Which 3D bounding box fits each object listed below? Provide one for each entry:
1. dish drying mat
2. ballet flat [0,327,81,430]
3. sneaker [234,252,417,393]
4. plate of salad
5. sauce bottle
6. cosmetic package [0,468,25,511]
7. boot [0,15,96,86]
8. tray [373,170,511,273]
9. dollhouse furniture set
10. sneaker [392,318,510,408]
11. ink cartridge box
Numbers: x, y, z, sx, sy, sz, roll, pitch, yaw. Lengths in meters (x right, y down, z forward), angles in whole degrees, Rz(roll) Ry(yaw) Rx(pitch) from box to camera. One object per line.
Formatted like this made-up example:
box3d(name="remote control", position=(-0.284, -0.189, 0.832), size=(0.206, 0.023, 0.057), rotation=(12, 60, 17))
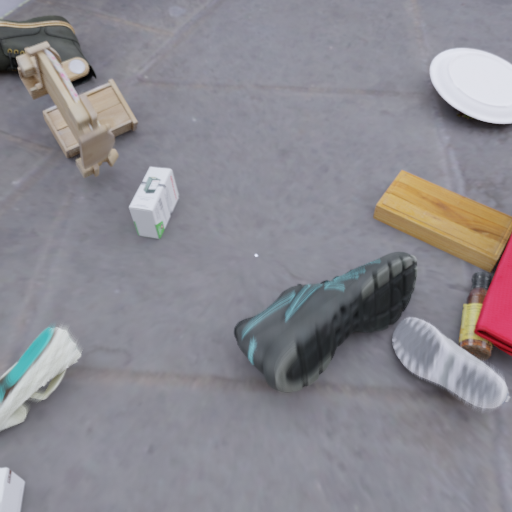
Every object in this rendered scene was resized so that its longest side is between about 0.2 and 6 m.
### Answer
box3d(name="dish drying mat", position=(4.393, 0.282, 8.645), size=(1.252, 0.297, 3.260), rotation=(28, 54, 16))
box3d(name="ballet flat", position=(-3.188, 1.863, 7.543), size=(2.044, 0.734, 0.734), rotation=(-45, 62, -5))
box3d(name="sneaker", position=(1.095, 0.670, 8.212), size=(3.169, 1.195, 1.256), rotation=(-27, 35, -29))
box3d(name="plate of salad", position=(4.743, -3.557, 11.866), size=(2.305, 0.554, 2.305), rotation=(5, 58, -8))
box3d(name="sauce bottle", position=(3.383, 0.887, 8.517), size=(0.479, 0.479, 1.451), rotation=(16, 53, 12))
box3d(name="cosmetic package", position=(-3.331, 3.005, 6.775), size=(0.775, 0.639, 0.639), rotation=(-4, 53, -3))
box3d(name="boot", position=(-5.040, -4.211, 12.116), size=(2.753, 1.066, 1.904), rotation=(-26, 62, -18))
box3d(name="tray", position=(3.266, -0.655, 9.740), size=(2.164, 0.401, 1.067), rotation=(28, 58, 19))
box3d(name="dollhouse furniture set", position=(-2.967, -3.051, 9.697), size=(1.532, 3.137, 2.675), rotation=(-31, 88, -19))
box3d(name="sneaker", position=(2.700, 1.565, 7.916), size=(0.692, 0.759, 1.851), rotation=(-55, 45, 6))
box3d(name="ink cartridge box", position=(-1.751, -0.927, 9.718), size=(0.431, 0.749, 1.026), rotation=(8, 52, 11))
